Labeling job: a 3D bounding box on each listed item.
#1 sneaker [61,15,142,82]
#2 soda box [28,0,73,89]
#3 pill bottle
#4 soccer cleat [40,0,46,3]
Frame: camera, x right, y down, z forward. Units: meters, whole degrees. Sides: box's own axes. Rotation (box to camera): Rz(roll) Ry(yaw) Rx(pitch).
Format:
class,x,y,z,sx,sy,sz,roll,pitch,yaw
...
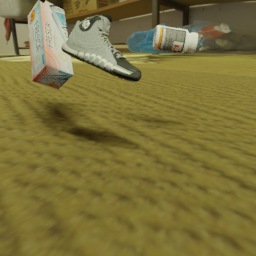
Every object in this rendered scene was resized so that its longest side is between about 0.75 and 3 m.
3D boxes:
class,x,y,z,sx,sy,sz,roll,pitch,yaw
sneaker,-0.433,-1.798,5.935,1.942,1.121,0.729,26,4,14
soda box,-2.423,-2.603,8.626,0.930,2.721,0.865,13,-35,-44
pill bottle,1.214,-2.271,7.251,1.073,0.624,0.624,8,18,-3
soccer cleat,-1.591,-3.061,5.046,0.709,0.880,2.067,6,-2,-20
